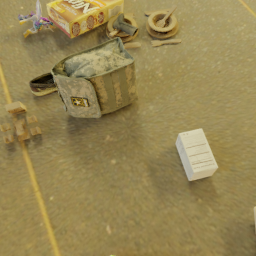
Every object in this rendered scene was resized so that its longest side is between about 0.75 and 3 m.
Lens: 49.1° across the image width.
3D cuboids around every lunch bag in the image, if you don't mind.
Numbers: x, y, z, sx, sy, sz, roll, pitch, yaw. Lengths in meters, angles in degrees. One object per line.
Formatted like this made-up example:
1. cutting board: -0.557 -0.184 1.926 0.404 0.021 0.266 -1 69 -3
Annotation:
1. lunch bag: -1.021 -1.378 8.801 2.433 1.995 1.430 -23 59 -10

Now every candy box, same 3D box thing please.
1. candy box: -1.639 -4.684 11.059 2.637 0.729 1.522 -34 64 -24

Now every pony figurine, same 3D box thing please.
1. pony figurine: -3.624 -4.260 11.009 1.264 1.053 1.220 -20 96 -13

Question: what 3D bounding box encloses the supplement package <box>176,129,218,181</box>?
1. supplement package: 2.022 0.803 8.394 0.761 0.759 1.298 -12 63 -6

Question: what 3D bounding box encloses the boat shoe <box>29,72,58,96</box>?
1. boat shoe: -2.501 -1.684 9.763 1.868 0.605 0.684 -27 66 -13

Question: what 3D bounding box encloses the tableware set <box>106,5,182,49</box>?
1. tableware set: 0.571 -4.089 11.013 2.918 0.585 1.929 -8 63 -4

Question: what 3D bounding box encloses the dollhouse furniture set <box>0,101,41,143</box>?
1. dollhouse furniture set: -3.499 -0.176 9.085 1.084 0.768 1.180 -18 85 -8

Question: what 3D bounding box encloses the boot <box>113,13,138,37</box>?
1. boot: -0.027 -3.956 10.720 0.921 0.334 0.838 21 73 18

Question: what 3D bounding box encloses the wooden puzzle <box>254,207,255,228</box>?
1. wooden puzzle: 4.390 3.152 7.140 2.234 0.517 2.069 10 63 -5
